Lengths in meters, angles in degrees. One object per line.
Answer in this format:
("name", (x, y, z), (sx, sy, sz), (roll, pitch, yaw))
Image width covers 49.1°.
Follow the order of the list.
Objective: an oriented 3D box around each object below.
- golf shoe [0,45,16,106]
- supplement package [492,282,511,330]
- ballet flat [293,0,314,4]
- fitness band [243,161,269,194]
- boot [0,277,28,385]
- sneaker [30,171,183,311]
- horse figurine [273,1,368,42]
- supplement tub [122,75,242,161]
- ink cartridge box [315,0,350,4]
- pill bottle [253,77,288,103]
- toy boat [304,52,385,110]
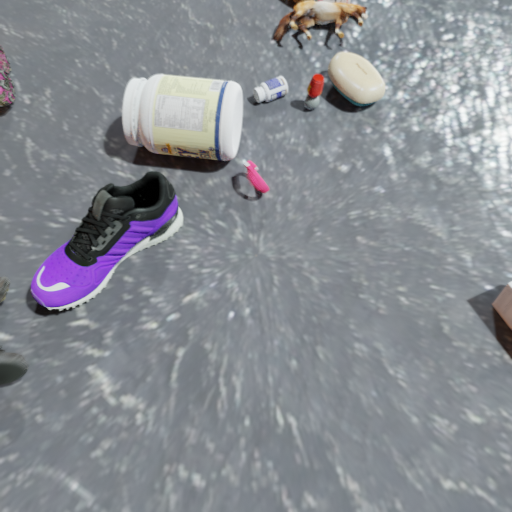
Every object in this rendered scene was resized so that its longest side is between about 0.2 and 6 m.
("golf shoe", (-5.294, -3.486, 11.014), (0.897, 0.707, 1.948), (-22, 51, -8))
("supplement package", (4.190, 0.899, 8.174), (0.714, 0.705, 1.178), (-21, 60, -13))
("ballet flat", (0.887, -6.380, 12.794), (0.649, 0.609, 1.795), (25, 46, -38))
("fitness band", (0.004, -1.363, 9.666), (0.138, 0.529, 0.737), (-33, 36, -3))
("boot", (-3.951, 0.967, 8.086), (1.866, 0.646, 1.624), (1, 51, 10))
("sneaker", (-2.354, -0.404, 8.579), (0.964, 1.379, 2.772), (38, 63, 20))
("horse figurine", (1.411, -5.115, 12.072), (2.135, 0.533, 1.415), (-3, 46, 4))
("supplement tub", (-1.259, -2.452, 9.909), (1.898, 1.376, 1.376), (7, 58, 5))
("ink cartridge box", (1.723, -5.778, 12.517), (0.757, 0.548, 0.319), (-6, 59, -4))
("pill bottle", (0.277, -3.254, 11.021), (0.624, 0.374, 0.374), (-24, 61, -14))
("toy boat", (1.639, -3.332, 10.950), (1.579, 0.734, 1.328), (-20, 64, -21))
